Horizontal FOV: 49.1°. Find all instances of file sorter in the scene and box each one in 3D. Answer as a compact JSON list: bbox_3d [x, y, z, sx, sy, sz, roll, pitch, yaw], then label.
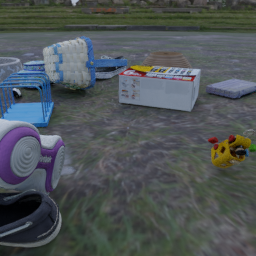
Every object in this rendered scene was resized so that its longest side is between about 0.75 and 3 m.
[{"bbox_3d":[-2.778,-0.819,7.635,1.232,1.089,1.775,-3,22,-8],"label":"file sorter"}]

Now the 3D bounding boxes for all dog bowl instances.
[{"bbox_3d":[-5.849,-2.461,12.005,2.769,0.812,2.769,-1,23,0],"label":"dog bowl"}]

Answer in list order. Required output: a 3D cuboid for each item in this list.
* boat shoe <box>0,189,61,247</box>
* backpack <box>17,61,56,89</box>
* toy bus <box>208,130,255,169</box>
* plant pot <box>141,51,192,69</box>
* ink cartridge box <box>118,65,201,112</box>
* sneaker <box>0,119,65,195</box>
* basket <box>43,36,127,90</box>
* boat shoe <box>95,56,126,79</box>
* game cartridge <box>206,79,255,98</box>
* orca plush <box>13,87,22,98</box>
[{"bbox_3d":[-1.987,1.017,3.331,2.288,0.718,0.831,0,50,-5],"label":"boat shoe"},{"bbox_3d":[-3.577,-2.094,10.889,1.214,0.975,1.326,10,28,32],"label":"backpack"},{"bbox_3d":[1.838,0.432,4.899,0.774,0.820,0.424,-7,58,23],"label":"toy bus"},{"bbox_3d":[1.514,-2.421,11.390,2.616,1.207,2.616,-1,22,0],"label":"plant pot"},{"bbox_3d":[1.103,-1.446,9.173,2.316,0.971,2.033,8,26,18],"label":"ink cartridge box"},{"bbox_3d":[-1.543,0.339,3.662,1.184,0.890,2.378,11,-18,5],"label":"sneaker"},{"bbox_3d":[-1.641,-2.375,10.348,2.670,1.857,2.354,-13,16,-23],"label":"basket"},{"bbox_3d":[-0.860,-2.834,12.796,0.948,0.877,2.567,15,26,32],"label":"boat shoe"},{"bbox_3d":[3.858,-1.440,10.182,1.843,0.354,1.195,-18,32,-36],"label":"game cartridge"},{"bbox_3d":[-3.885,-1.188,9.566,0.313,0.464,0.881,-37,34,-7],"label":"orca plush"}]
